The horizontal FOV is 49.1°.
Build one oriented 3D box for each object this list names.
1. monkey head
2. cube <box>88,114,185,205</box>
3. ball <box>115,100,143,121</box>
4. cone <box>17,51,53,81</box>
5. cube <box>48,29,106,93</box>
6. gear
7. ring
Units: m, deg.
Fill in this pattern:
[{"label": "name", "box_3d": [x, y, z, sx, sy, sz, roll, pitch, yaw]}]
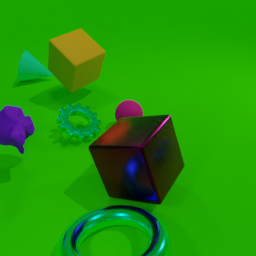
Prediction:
[{"label": "monkey head", "box_3d": [-2.641, 0.093, 6.223, 0.901, 1.494, 1.075, -32, 39, 9]}, {"label": "cube", "box_3d": [0.225, 0.604, 5.830, 1.302, 1.302, 1.302, -2, 28, 36]}, {"label": "ball", "box_3d": [0.029, -0.390, 7.912, 0.804, 0.804, 0.804, 0, 36, 0]}, {"label": "cone", "box_3d": [-3.372, -2.138, 10.474, 1.167, 1.162, 1.162, 16, 34, -12]}, {"label": "cube", "box_3d": [-1.687, -2.176, 9.072, 1.266, 1.266, 1.266, -35, 73, -33]}, {"label": "gear", "box_3d": [-1.354, -0.173, 7.739, 1.194, 0.221, 1.194, 14, 47, -16]}, {"label": "ring", "box_3d": [-0.235, 1.925, 4.708, 1.904, 0.381, 1.904, -4, 18, 1]}]
